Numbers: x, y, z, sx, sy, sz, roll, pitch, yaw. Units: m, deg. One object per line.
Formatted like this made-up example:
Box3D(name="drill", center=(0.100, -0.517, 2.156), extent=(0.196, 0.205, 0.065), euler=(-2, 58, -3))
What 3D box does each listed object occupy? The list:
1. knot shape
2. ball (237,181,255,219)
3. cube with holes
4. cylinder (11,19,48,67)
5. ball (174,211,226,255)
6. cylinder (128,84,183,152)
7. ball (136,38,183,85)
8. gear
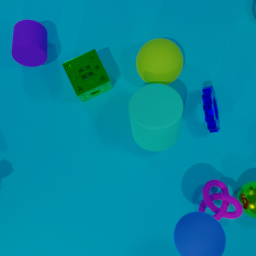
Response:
Box3D(name="knot shape", center=(2.385, 1.952, 7.153), extent=(1.048, 0.517, 1.120), euler=(17, 89, 26))
Box3D(name="ball", center=(3.326, 1.840, 7.194), extent=(0.965, 0.965, 0.965), euler=(0, 85, 0))
Box3D(name="cube with holes", center=(-1.065, -1.367, 7.533), extent=(0.933, 0.933, 0.933), euler=(-26, 86, -3))
Box3D(name="cylinder", center=(-2.620, -2.256, 7.503), extent=(0.890, 0.890, 0.890), euler=(-7, 64, -1))
Box3D(name="ball", center=(1.464, 2.256, 5.758), extent=(1.038, 1.038, 1.038), euler=(0, 85, 0))
Box3D(name="cylinder", center=(0.694, -0.233, 7.041), extent=(1.281, 1.281, 1.281), euler=(-2, 61, 4))
Box3D(name="ball", center=(0.833, -1.727, 7.407), extent=(1.236, 1.236, 1.236), euler=(0, 85, 0))
Box3D(name="gear", center=(2.185, -0.485, 7.337), extent=(0.222, 1.199, 1.199), euler=(-9, 85, 25))
